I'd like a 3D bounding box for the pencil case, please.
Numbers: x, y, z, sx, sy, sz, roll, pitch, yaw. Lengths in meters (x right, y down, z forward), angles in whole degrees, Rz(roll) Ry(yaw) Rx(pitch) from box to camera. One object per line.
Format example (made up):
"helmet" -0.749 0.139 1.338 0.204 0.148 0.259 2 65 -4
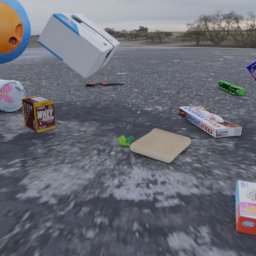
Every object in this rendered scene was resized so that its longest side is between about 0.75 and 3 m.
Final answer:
"pencil case" -5.003 -1.354 10.493 2.677 1.113 1.214 16 56 36

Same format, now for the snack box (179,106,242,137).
"snack box" 2.449 -0.252 8.694 0.835 0.283 2.324 -5 20 -14

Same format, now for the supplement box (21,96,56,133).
"supplement box" -2.664 -0.435 8.347 0.581 0.864 0.876 -18 26 -41

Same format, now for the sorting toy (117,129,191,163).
"sorting toy" 0.590 0.380 6.991 1.641 0.241 1.213 16 30 29

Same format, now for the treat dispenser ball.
"treat dispenser ball" -3.296 -2.456 6.785 1.794 1.794 1.794 0 20 0

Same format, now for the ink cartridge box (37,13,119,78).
"ink cartridge box" -1.242 -2.357 7.740 1.516 0.883 2.097 37 24 -6

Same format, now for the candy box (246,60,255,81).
"candy box" 3.711 -1.741 6.537 1.431 0.551 1.210 -34 -2 3

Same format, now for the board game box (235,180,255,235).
"board game box" 2.436 1.298 4.332 1.432 0.289 1.096 7 21 18

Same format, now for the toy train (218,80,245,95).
"toy train" 4.853 -1.906 13.235 0.556 0.411 1.972 8 18 -9

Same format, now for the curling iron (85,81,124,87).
"curling iron" -1.223 -2.351 14.626 2.113 0.270 0.524 -5 20 -14
